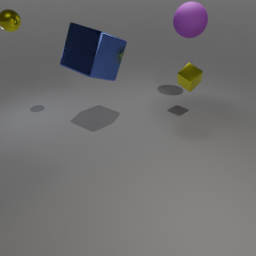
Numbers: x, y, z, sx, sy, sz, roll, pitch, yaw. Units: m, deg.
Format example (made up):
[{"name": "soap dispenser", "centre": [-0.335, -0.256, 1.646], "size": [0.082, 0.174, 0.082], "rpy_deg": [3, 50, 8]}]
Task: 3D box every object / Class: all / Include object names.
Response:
[{"name": "cube", "centre": [2.443, -1.997, 11.078], "size": [0.700, 0.700, 0.700], "rpy_deg": [-43, 65, -13]}, {"name": "cube", "centre": [-1.134, -2.476, 9.249], "size": [1.400, 1.400, 1.400], "rpy_deg": [26, 16, 29]}, {"name": "ball", "centre": [2.572, -4.442, 11.556], "size": [1.400, 1.400, 1.400], "rpy_deg": [0, 29, 0]}, {"name": "ball", "centre": [-3.864, -3.502, 9.147], "size": [0.700, 0.700, 0.700], "rpy_deg": [0, 29, 0]}]
